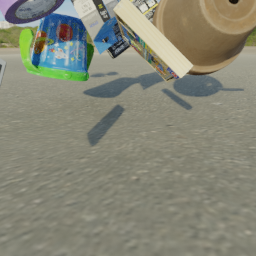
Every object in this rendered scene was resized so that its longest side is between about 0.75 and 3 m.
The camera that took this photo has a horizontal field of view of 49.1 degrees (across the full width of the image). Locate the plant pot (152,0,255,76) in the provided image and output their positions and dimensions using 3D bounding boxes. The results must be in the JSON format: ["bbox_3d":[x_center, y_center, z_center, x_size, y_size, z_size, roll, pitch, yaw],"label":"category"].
[{"bbox_3d":[2.149,-2.834,7.139,2.753,2.753,2.400,-2,5,-5],"label":"plant pot"}]

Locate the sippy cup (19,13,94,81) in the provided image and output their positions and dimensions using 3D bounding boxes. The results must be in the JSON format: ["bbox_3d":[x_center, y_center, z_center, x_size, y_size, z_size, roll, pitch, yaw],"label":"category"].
[{"bbox_3d":[-2.176,-2.639,9.136,2.056,1.919,2.618,9,13,-7],"label":"sippy cup"}]

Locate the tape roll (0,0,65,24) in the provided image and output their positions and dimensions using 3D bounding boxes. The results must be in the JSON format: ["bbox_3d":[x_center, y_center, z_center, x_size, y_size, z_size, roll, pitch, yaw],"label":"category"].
[{"bbox_3d":[-2.319,-3.150,6.631,1.569,0.667,1.569,-26,5,3],"label":"tape roll"}]

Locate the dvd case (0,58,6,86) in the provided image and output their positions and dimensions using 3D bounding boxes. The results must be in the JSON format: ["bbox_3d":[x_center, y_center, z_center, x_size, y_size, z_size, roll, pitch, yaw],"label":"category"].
[{"bbox_3d":[-2.031,-0.454,3.245,0.165,1.334,1.003,-15,-29,35],"label":"dvd case"}]

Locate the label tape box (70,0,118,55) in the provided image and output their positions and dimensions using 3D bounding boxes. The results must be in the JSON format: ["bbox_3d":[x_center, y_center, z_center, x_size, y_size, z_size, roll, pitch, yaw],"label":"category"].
[{"bbox_3d":[-0.755,-3.209,7.649,0.618,1.953,1.408,-16,25,31],"label":"label tape box"}]

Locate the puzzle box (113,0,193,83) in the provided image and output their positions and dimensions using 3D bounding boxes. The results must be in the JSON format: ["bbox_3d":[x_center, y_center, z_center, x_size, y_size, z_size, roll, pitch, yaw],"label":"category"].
[{"bbox_3d":[0.473,-1.596,5.693,1.600,0.306,2.406,44,7,-2],"label":"puzzle box"}]

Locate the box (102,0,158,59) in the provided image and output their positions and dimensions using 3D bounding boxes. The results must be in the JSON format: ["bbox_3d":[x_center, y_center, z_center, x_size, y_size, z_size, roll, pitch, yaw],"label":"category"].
[{"bbox_3d":[-0.114,-3.885,9.680,2.402,1.936,0.590,-39,16,-5],"label":"box"}]
